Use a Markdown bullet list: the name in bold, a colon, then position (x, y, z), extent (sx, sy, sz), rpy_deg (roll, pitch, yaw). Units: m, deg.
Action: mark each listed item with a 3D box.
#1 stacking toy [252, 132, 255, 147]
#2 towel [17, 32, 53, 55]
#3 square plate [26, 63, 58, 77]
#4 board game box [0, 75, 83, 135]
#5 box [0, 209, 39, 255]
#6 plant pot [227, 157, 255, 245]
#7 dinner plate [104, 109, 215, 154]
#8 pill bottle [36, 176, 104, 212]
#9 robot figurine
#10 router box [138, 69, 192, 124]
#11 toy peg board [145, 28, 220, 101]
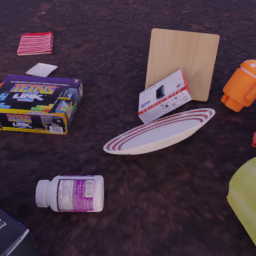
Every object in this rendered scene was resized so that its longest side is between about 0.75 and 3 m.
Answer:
- **stacking toy**: position (4.084, -0.357, 7.954), extent (0.779, 1.671, 1.845), rpy_deg (8, 40, 28)
- **towel**: position (-4.442, -4.109, 13.533), extent (1.578, 0.245, 2.182), rpy_deg (-7, 40, -7)
- **square plate**: position (-3.515, -2.349, 11.477), extent (0.931, 0.134, 0.940), rpy_deg (13, 41, 16)
- **board game box**: position (-3.039, -0.835, 9.147), extent (2.693, 0.764, 2.226), rpy_deg (4, 41, 4)
- **box**: position (-2.754, 2.104, 4.785), extent (2.415, 1.787, 1.260), rpy_deg (23, 44, 24)
- **plant pot**: position (3.088, 1.651, 5.221), extent (2.334, 2.334, 2.146), rpy_deg (-11, 30, -13)
- **dinner plate**: position (0.810, 0.134, 7.304), extent (2.984, 0.362, 2.984), rpy_deg (-21, 9, 3)
- **pill bottle**: position (-1.281, 1.475, 6.312), extent (1.434, 0.805, 0.805), rpy_deg (0, 39, 0)
- **robot figurine**: position (3.797, -1.421, 9.019), extent (1.042, 1.787, 1.285), rpy_deg (41, 24, 19)
- **router box**: position (1.121, -1.003, 8.865), extent (1.642, 0.401, 1.473), rpy_deg (-29, 28, 21)
- **toy peg board**: position (1.854, -2.257, 9.914), extent (2.189, 2.198, 1.075), rpy_deg (9, 19, 8)
